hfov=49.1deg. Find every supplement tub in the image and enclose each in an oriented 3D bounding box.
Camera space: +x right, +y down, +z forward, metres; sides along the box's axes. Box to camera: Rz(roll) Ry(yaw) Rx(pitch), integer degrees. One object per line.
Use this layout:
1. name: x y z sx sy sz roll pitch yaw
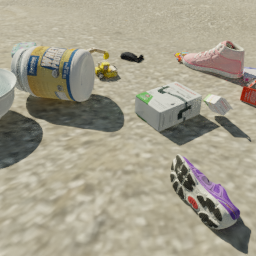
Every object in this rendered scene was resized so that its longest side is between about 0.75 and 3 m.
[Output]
1. supplement tub: -2.565 -1.917 9.816 2.469 1.786 1.786 7 36 11

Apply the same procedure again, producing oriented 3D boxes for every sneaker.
1. sneaker: 3.636 -3.117 11.855 2.692 1.407 1.013 24 44 31
2. sneaker: 1.667 1.386 6.309 0.815 0.788 1.955 -5 42 -34

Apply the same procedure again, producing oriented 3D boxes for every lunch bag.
1. lunch bag: -4.906 -3.610 13.255 1.136 0.546 1.416 -6 36 -8

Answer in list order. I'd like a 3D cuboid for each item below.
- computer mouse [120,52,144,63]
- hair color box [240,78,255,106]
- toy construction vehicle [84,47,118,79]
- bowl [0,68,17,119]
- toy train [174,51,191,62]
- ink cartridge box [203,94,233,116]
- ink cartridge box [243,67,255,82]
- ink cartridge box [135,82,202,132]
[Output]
1. computer mouse: 0.142 -3.411 13.195 1.107 0.292 0.766 14 39 19
2. hair color box: 5.037 -1.049 9.618 1.982 0.607 1.006 27 42 31
3. toy construction vehicle: -1.717 -2.654 11.679 2.315 0.815 2.016 -11 37 -15
4. bowl: -4.771 -0.789 8.713 2.748 1.235 2.748 0 35 0
5. toy train: 2.552 -3.327 13.135 0.930 0.259 0.698 -21 42 -22
6. ink cartridge box: 2.809 -0.717 8.752 0.315 0.548 0.936 -43 18 0
7. ink cartridge box: 5.113 -2.209 11.585 0.623 0.219 1.043 10 40 13
8. ink cartridge box: 1.307 -0.755 9.078 1.786 0.742 1.309 -22 41 -28
